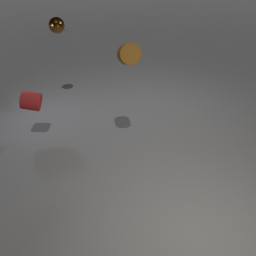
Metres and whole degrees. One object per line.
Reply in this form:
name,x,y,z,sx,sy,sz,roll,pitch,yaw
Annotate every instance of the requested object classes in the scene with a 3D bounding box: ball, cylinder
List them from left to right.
cylinder,-3.642,-1.019,10.531,0.700,0.700,0.700,9,30,-10
ball,-3.170,-4.563,12.443,0.700,0.700,0.700,0,31,0
cylinder,0.025,-2.397,9.082,0.700,0.700,0.700,-5,14,-9
